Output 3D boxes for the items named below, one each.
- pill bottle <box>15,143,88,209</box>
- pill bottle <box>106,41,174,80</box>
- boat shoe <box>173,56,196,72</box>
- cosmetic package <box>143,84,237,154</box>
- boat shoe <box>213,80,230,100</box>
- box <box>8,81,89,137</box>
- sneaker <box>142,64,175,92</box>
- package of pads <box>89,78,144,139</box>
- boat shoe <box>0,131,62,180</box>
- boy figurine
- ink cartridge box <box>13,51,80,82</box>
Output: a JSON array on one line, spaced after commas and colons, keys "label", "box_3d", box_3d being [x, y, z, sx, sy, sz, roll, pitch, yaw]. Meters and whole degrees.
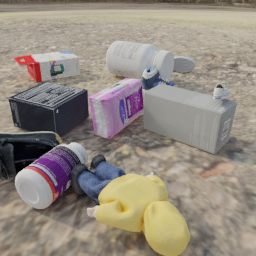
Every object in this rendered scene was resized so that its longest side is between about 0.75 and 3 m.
[{"label": "pill bottle", "box_3d": [-1.615, 0.977, 6.285, 0.924, 0.924, 1.643, 14, 31, 24]}, {"label": "pill bottle", "box_3d": [0.580, -3.108, 13.156, 2.921, 1.670, 1.670, 17, 32, 30]}, {"label": "boat shoe", "box_3d": [2.415, -3.447, 14.673, 2.282, 0.822, 0.809, 9, 33, 20]}, {"label": "cosmetic package", "box_3d": [1.726, -0.355, 8.369, 2.508, 1.340, 1.131, 24, 38, 35]}, {"label": "boat shoe", "box_3d": [2.547, -1.089, 7.675, 0.402, 0.464, 1.088, 4, 18, 30]}, {"label": "box", "box_3d": [-2.493, -0.636, 9.109, 1.775, 1.103, 1.789, 13, 31, 23]}, {"label": "sneaker", "box_3d": [1.330, -2.144, 11.899, 1.562, 1.143, 0.629, -10, 30, -19]}, {"label": "package of pads", "box_3d": [-0.309, -0.687, 8.996, 0.816, 1.300, 2.157, 11, 30, 30]}, {"label": "boat shoe", "box_3d": [-2.972, 0.668, 6.771, 2.865, 1.069, 0.892, -7, 23, -24]}, {"label": "boy figurine", "box_3d": [0.109, 1.410, 5.544, 2.747, 0.885, 1.708, 24, 37, 37]}, {"label": "ink cartridge box", "box_3d": [-3.972, -3.048, 13.796, 2.807, 0.944, 1.631, -15, 32, -26]}]
